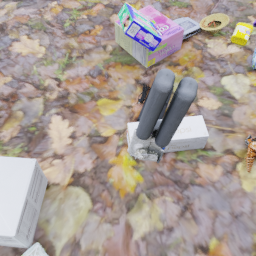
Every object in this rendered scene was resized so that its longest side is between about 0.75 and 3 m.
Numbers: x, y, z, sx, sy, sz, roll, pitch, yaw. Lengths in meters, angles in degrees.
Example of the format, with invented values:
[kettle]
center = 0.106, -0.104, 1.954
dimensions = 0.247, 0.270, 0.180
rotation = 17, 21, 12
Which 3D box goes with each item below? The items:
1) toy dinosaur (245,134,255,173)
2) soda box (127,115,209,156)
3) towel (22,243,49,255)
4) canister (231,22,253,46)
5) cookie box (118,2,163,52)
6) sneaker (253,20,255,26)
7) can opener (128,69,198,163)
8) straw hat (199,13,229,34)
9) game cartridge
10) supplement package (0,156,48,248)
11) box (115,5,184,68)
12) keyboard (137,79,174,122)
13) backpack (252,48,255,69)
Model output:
[toy dinosaur]
center = 4.086, 0.719, 8.531
dimensions = 1.189, 0.895, 1.753
rotation = 25, 77, 33
[soda box]
center = 1.188, 0.247, 8.715
dimensions = 2.397, 0.763, 0.816
rotation = -6, 56, -4
[towel]
center = -2.170, 3.997, 6.324
dimensions = 2.078, 0.500, 1.779
rotation = 39, 61, 24
[canister]
center = 4.801, -3.962, 11.826
dimensions = 0.708, 0.413, 0.954
rotation = 23, 60, 15
[cookie box]
center = 0.379, -3.443, 9.525
dimensions = 1.278, 0.561, 1.493
rotation = 22, 34, -32
[sneaker]
center = 5.976, -4.334, 12.137
dimensions = 0.510, 0.492, 1.221
rotation = -41, 55, -7
[can opener]
center = 0.567, -0.107, 5.516
dimensions = 0.768, 2.918, 0.970
rotation = 19, 61, 2
[straw hat]
center = 3.716, -4.351, 12.028
dimensions = 1.222, 0.517, 1.222
rotation = -11, 50, 13
[game cartridge]
center = 2.347, -4.285, 11.983
dimensions = 1.561, 0.319, 1.039
rotation = -32, 65, -32
[supplement package]
center = -3.642, 1.851, 7.218
dimensions = 2.504, 1.388, 1.950
rotation = 4, 56, 2
[box]
center = 0.813, -3.724, 11.285
dimensions = 1.851, 1.017, 2.104
rotation = -33, 62, -20
[keyboard]
center = 0.870, -1.022, 9.811
dimensions = 1.102, 0.419, 2.117
rotation = 16, 56, 11
[backpack]
center = 5.148, -2.701, 10.746
dimensions = 0.855, 0.908, 1.113
rotation = -3, 62, 8
